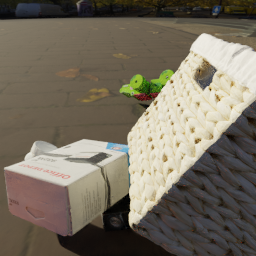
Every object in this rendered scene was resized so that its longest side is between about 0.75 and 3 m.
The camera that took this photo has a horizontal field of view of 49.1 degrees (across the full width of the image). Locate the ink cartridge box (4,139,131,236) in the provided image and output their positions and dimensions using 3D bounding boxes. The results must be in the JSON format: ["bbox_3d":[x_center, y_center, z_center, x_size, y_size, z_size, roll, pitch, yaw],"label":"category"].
[{"bbox_3d":[-0.729,0.729,4.124,1.189,0.686,1.639,7,16,31],"label":"ink cartridge box"}]

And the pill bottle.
[{"bbox_3d":[-1.531,0.743,4.704,0.543,0.960,0.543,26,10,-5],"label":"pill bottle"}]

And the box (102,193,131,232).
[{"bbox_3d":[0.154,1.030,5.141,1.403,0.381,1.751,-5,27,-7],"label":"box"}]

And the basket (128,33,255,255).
[{"bbox_3d":[1.405,0.405,3.439,2.439,1.961,2.417,36,19,-14],"label":"basket"}]

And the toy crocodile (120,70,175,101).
[{"bbox_3d":[0.891,-1.214,8.802,2.580,0.797,0.871,-3,-19,32],"label":"toy crocodile"}]
